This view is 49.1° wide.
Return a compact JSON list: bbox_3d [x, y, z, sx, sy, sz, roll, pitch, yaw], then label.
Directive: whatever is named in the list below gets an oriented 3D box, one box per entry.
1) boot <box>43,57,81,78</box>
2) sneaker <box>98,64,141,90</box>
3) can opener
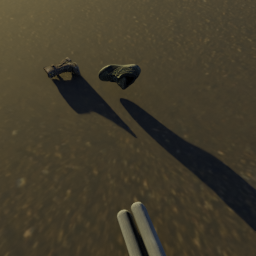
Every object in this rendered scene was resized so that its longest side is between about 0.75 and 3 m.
[{"bbox_3d":[-2.311,-1.985,9.804,1.033,0.411,1.187,-32,49,-21],"label":"boot"},{"bbox_3d":[-0.373,-1.641,9.042,1.468,0.561,0.841,2,42,20],"label":"sneaker"},{"bbox_3d":[0.391,2.592,5.225,0.731,0.916,2.740,-31,48,6],"label":"can opener"}]
